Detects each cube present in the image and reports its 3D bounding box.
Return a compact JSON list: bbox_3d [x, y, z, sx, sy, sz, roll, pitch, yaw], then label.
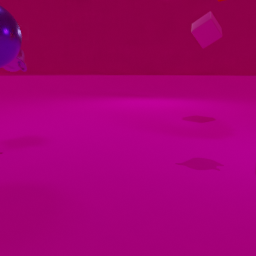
[{"bbox_3d":[3.063,-3.809,10.890,0.851,0.851,0.851,-28,28,33],"label":"cube"}]

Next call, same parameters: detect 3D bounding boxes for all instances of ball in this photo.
[{"bbox_3d":[-2.192,-1.430,4.351,1.019,1.019,1.019,0,12,0],"label":"ball"}]

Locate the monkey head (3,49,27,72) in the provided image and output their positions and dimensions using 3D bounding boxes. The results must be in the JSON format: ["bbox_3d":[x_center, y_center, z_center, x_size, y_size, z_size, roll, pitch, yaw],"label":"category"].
[{"bbox_3d":[-2.779,-1.772,6.480,0.746,0.890,1.237,-12,46,-34],"label":"monkey head"}]

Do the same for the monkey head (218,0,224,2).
[{"bbox_3d":[2.029,-3.226,6.196,1.033,0.743,0.623,47,19,29],"label":"monkey head"}]
